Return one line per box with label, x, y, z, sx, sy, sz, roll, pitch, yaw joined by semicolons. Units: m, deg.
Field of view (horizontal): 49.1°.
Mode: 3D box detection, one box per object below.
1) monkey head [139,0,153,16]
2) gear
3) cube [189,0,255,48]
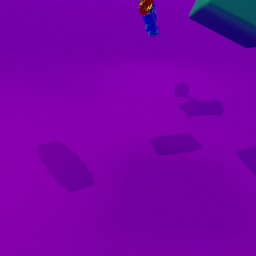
monkey head;0.575;-3.424;6.410;1.185;1.967;1.415;-19;-23;25
gear;0.616;-3.454;8.217;0.277;1.496;1.496;-11;25;15
cube;1.685;-1.880;3.860;1.114;1.114;1.114;25;11;-5
